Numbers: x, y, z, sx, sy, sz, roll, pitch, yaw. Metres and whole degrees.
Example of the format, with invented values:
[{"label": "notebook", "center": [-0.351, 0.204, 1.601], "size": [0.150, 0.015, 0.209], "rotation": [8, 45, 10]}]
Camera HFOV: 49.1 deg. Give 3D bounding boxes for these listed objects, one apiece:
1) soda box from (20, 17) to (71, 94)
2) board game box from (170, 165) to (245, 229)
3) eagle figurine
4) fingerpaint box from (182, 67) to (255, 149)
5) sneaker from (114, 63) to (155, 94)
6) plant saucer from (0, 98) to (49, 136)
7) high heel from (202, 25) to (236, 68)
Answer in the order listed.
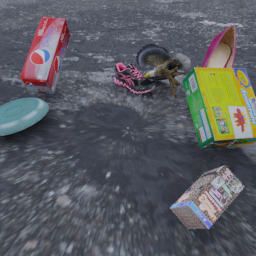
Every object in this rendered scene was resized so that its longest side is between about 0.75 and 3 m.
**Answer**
[{"label": "soda box", "center": [-2.376, -2.174, 8.265], "size": [0.806, 0.730, 2.302], "rotation": [5, 65, 5]}, {"label": "board game box", "center": [1.232, 1.104, 4.425], "size": [0.918, 0.732, 0.445], "rotation": [-39, 84, -22]}, {"label": "eagle figurine", "center": [0.987, -1.799, 8.446], "size": [1.226, 1.233, 1.625], "rotation": [7, 26, -18]}, {"label": "fingerpaint box", "center": [2.073, -0.447, 6.069], "size": [1.377, 0.605, 1.650], "rotation": [-4, 70, -20]}, {"label": "sneaker", "center": [0.162, -1.599, 8.703], "size": [1.594, 0.760, 0.630], "rotation": [25, 44, 32]}, {"label": "plant saucer", "center": [-2.861, -0.358, 7.080], "size": [1.694, 0.232, 1.694], "rotation": [-10, 32, 6]}, {"label": "high heel", "center": [2.410, -1.443, 7.492], "size": [0.994, 1.416, 2.952], "rotation": [22, 54, 8]}]
